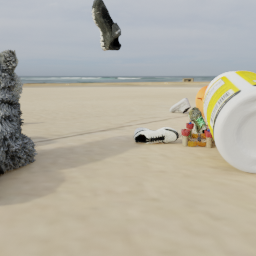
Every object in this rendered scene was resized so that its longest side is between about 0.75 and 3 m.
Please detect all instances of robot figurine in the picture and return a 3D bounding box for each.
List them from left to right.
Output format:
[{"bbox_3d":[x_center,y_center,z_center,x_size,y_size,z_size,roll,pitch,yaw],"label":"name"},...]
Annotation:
[{"bbox_3d":[3.355,-0.988,10.027,2.127,1.240,1.530,-11,13,-9],"label":"robot figurine"}]

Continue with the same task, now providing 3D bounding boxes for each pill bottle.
[{"bbox_3d":[2.076,-0.295,5.008,1.341,1.341,2.346,2,20,8],"label":"pill bottle"}]

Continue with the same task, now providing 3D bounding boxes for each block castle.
[{"bbox_3d":[1.594,0.087,6.244,0.705,0.495,1.056,4,10,18],"label":"block castle"}]

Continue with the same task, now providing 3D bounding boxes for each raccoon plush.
[{"bbox_3d":[-2.037,-0.280,4.196,1.383,1.915,2.858,-6,11,-29],"label":"raccoon plush"}]

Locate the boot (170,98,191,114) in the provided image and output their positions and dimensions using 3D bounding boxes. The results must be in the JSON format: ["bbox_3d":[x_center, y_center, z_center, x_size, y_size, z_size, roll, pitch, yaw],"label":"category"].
[{"bbox_3d":[2.141,-0.779,11.506,0.372,0.483,1.011,-5,-24,-38],"label":"boot"}]

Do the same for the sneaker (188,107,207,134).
[{"bbox_3d":[1.763,-0.125,6.752,0.347,0.902,0.400,-36,33,-6],"label":"sneaker"}]

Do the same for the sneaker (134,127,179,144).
[{"bbox_3d":[0.603,0.216,6.153,1.015,0.374,0.406,-2,22,16],"label":"sneaker"}]

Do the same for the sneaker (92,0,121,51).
[{"bbox_3d":[-0.600,-3.286,9.105,0.836,1.849,0.614,21,56,27],"label":"sneaker"}]
